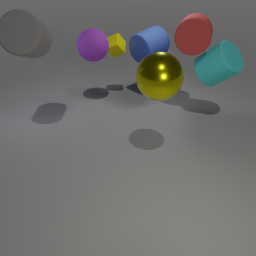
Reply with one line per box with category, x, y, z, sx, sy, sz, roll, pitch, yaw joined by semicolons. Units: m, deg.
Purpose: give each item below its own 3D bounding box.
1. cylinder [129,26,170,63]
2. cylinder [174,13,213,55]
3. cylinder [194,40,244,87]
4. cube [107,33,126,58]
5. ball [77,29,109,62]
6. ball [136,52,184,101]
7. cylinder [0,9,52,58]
cylinder;0.998;-3.904;13.169;1.400;1.400;1.400;-33;43;-30
cylinder;2.650;-3.773;11.230;1.400;1.400;1.400;9;30;14
cylinder;3.658;-2.573;11.325;1.400;1.400;1.400;-30;2;-40
cube;-0.583;-3.877;13.167;0.700;0.700;0.700;-12;62;29
ball;-1.534;-3.618;12.270;1.400;1.400;1.400;0;31;0
ball;0.924;-1.497;8.166;1.400;1.400;1.400;0;31;0
cylinder;-3.400;-3.086;9.371;1.400;1.400;1.400;0;11;-1
